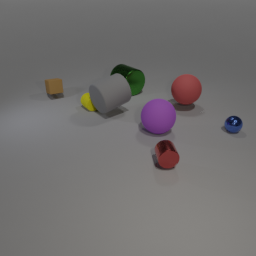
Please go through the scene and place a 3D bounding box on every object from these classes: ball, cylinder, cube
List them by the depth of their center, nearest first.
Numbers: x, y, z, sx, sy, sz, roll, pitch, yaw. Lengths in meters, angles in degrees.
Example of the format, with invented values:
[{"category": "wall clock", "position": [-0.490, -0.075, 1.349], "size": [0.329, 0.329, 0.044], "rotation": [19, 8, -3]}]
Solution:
[{"category": "cylinder", "position": [1.274, 0.853, 9.213], "size": [0.700, 0.700, 0.700], "rotation": [-3, 27, -5]}, {"category": "ball", "position": [1.210, -0.467, 11.149], "size": [1.400, 1.400, 1.400], "rotation": [0, 29, 0]}, {"category": "ball", "position": [4.270, -0.153, 11.333], "size": [0.700, 0.700, 0.700], "rotation": [0, 29, 0]}, {"category": "cylinder", "position": [-0.804, -1.547, 12.526], "size": [1.400, 1.400, 1.400], "rotation": [-29, 39, -26]}, {"category": "ball", "position": [2.709, -1.791, 13.005], "size": [1.400, 1.400, 1.400], "rotation": [0, 29, 0]}, {"category": "cylinder", "position": [-1.793, -1.242, 13.312], "size": [0.700, 0.700, 0.700], "rotation": [-17, 33, -29]}, {"category": "cube", "position": [-3.804, -2.152, 14.402], "size": [0.700, 0.700, 0.700], "rotation": [-14, 20, -30]}, {"category": "cylinder", "position": [-0.033, -2.612, 15.071], "size": [1.400, 1.400, 1.400], "rotation": [-19, 33, -31]}]
